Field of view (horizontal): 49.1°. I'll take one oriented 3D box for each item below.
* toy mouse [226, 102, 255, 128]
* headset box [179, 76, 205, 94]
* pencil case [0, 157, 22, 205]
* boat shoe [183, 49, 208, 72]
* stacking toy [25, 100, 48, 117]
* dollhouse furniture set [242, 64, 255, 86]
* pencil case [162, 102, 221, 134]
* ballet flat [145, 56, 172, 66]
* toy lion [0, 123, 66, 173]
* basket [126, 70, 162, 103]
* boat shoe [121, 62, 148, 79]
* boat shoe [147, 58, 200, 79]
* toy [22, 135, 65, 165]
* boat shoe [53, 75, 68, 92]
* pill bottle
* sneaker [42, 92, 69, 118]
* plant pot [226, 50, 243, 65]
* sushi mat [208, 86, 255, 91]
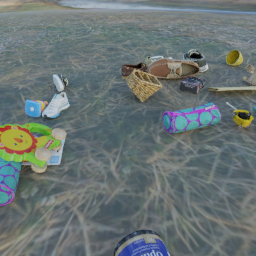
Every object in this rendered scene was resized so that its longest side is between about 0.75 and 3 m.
[{"bbox_3d":[5.060,-0.207,10.157,2.314,0.504,2.604,0,29,0],"label":"toy mouse"},{"bbox_3d":[3.098,-2.078,13.567,0.884,0.459,1.187,20,33,25],"label":"headset box"},{"bbox_3d":[-3.217,1.280,7.317,0.705,0.649,1.526,9,25,-18],"label":"pencil case"},{"bbox_3d":[4.033,-4.263,16.890,0.984,0.886,2.782,-23,31,0],"label":"boat shoe"},{"bbox_3d":[-3.616,-0.900,11.456,0.669,0.633,1.153,12,20,10],"label":"stacking toy"},{"bbox_3d":[6.629,-2.503,14.234,0.781,0.914,1.764,31,13,-32],"label":"dollhouse furniture set"},{"bbox_3d":[2.264,-0.376,10.012,1.976,0.913,0.841,-13,52,-16],"label":"pencil case"},{"bbox_3d":[2.143,-3.739,16.253,2.490,0.880,0.880,12,31,20],"label":"ballet flat"},{"bbox_3d":[-2.935,0.383,8.135,1.768,0.633,1.844,27,30,-3],"label":"toy lion"},{"bbox_3d":[0.651,-2.112,12.566,1.157,1.109,1.553,-37,27,13],"label":"basket"},{"bbox_3d":[0.724,-3.177,15.287,2.220,0.780,0.781,-9,27,-18],"label":"boat shoe"},{"bbox_3d":[2.447,-3.119,14.764,2.934,1.111,1.053,-10,23,-14],"label":"boat shoe"},{"bbox_3d":[-3.471,0.502,8.729,2.777,0.656,1.599,-3,30,-5],"label":"toy"},{"bbox_3d":[-3.291,-2.306,13.822,0.587,0.652,1.844,-12,29,-17],"label":"boat shoe"},{"bbox_3d":[0.425,2.628,4.534,0.973,0.973,1.740,-8,29,-15],"label":"pill bottle"},{"bbox_3d":[-2.964,-0.966,11.328,0.632,0.730,1.685,8,31,12],"label":"sneaker"},{"bbox_3d":[6.640,-4.232,17.198,0.679,0.957,0.957,14,19,-33],"label":"plant pot"},{"bbox_3d":[5.152,-1.860,13.216,2.439,0.148,1.167,-2,9,-5],"label":"sushi mat"}]
